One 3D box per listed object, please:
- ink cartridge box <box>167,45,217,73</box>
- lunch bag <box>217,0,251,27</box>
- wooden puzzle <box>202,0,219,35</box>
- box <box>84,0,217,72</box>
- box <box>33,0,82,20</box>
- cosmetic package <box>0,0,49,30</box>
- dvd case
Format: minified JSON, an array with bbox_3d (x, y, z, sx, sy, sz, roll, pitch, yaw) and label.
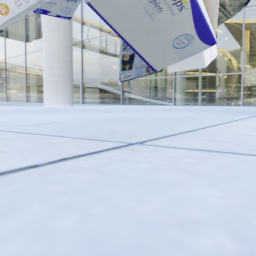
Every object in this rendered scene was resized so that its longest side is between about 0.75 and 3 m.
[{"bbox_3d":[2.125,-2.827,9.731,1.377,1.341,2.142,-3,24,32],"label":"ink cartridge box"},{"bbox_3d":[2.118,-3.053,6.204,0.883,1.267,1.062,23,-38,-33],"label":"lunch bag"},{"bbox_3d":[1.258,-2.926,5.435,0.407,2.020,2.184,-10,32,-8],"label":"wooden puzzle"},{"bbox_3d":[0.259,-2.389,4.234,1.185,2.258,2.077,-22,-25,24],"label":"box"},{"bbox_3d":[-2.000,-3.816,7.929,1.178,0.672,1.281,-2,-20,-34],"label":"box"},{"bbox_3d":[-2.629,-3.165,4.702,1.124,2.722,0.689,-28,22,9],"label":"cosmetic package"},{"bbox_3d":[0.622,-3.017,10.737,1.986,0.244,2.783,-18,-33,-15],"label":"dvd case"}]
